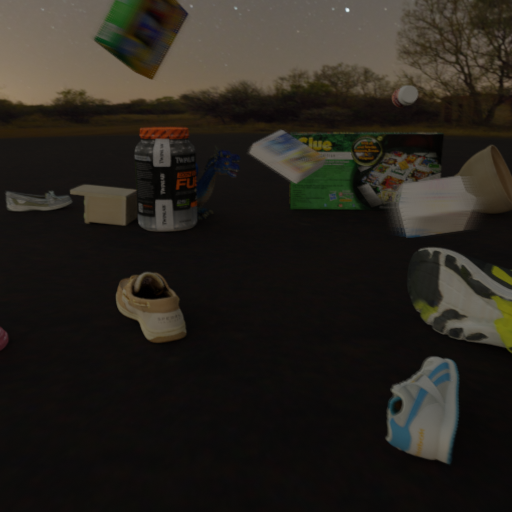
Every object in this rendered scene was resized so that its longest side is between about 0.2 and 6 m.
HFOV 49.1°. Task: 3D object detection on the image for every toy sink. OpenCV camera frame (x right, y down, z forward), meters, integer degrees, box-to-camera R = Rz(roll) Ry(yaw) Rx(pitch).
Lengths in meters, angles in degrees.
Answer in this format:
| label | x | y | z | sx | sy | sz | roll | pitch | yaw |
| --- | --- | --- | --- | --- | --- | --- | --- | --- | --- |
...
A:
| label | x | y | z | sx | sy | sz | roll | pitch | yaw |
| --- | --- | --- | --- | --- | --- | --- | --- | --- | --- |
| toy sink | -4.078 | -1.345 | 15.025 | 1.542 | 0.864 | 1.005 | 6 | 16 | 4 |

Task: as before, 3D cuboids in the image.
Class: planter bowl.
| label | x | y | z | sx | sy | sz | roll | pitch | yaw |
| --- | --- | --- | --- | --- | --- | --- | --- | --- | --- |
| planter bowl | 6.499 | -2.012 | 16.052 | 1.298 | 1.928 | 1.928 | -23 | 0 | 35 |

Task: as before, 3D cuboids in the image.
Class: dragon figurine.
| label | x | y | z | sx | sy | sz | roll | pitch | yaw |
| --- | --- | --- | --- | --- | --- | --- | --- | --- | --- |
| dragon figurine | -2.222 | -2.085 | 15.615 | 3.906 | 1.942 | 1.149 | 4 | 16 | 16 |

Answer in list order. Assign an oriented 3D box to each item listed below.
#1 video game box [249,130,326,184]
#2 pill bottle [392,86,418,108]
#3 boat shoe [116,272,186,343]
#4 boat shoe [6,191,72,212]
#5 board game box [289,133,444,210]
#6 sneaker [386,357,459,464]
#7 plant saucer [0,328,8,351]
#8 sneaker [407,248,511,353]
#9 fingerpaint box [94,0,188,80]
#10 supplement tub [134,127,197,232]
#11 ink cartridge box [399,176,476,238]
| label | x | y | z | sx | sy | sz | roll | pitch | yaw |
| --- | --- | --- | --- | --- | --- | --- | --- | --- | --- |
| video game box | 0.531 | -1.668 | 9.311 | 0.978 | 0.229 | 0.891 | 35 | 44 | 16 |
| pill bottle | 3.813 | -4.081 | 14.323 | 0.492 | 0.492 | 0.862 | 0 | 9 | 0 |
| boat shoe | -1.600 | 0.601 | 8.455 | 0.778 | 0.730 | 2.109 | -9 | 18 | -29 |
| boat shoe | -6.431 | -1.667 | 16.619 | 1.820 | 0.584 | 0.671 | -5 | 17 | -15 |
| board game box | 3.155 | -2.467 | 16.384 | 4.344 | 2.276 | 0.510 | 1 | 17 | 3 |
| sneaker | 1.703 | 1.454 | 5.738 | 0.634 | 0.601 | 1.570 | 9 | 17 | 16 |
| plant saucer | -3.918 | 1.116 | 7.513 | 1.073 | 0.272 | 1.073 | 1 | 16 | 0 |
| sneaker | 3.466 | 0.724 | 7.748 | 1.301 | 1.145 | 3.074 | -4 | 24 | -36 |
| fingerpaint box | -1.520 | -3.084 | 7.531 | 0.393 | 1.073 | 0.895 | 31 | 3 | 26 |
| supplement tub | -2.273 | -1.959 | 14.156 | 1.530 | 2.497 | 1.530 | 0 | 16 | 0 |
| ink cartridge box | 2.638 | -0.713 | 8.147 | 0.945 | 0.592 | 0.608 | -8 | -28 | 2 |
